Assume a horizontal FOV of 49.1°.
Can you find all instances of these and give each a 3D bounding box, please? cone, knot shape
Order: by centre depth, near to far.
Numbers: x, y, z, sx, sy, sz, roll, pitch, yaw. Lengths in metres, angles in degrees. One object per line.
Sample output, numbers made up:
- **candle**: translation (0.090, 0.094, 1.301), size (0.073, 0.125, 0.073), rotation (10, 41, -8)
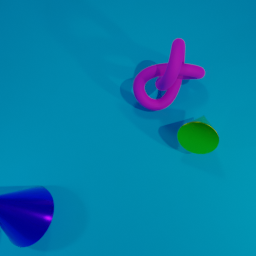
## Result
- **cone**: translation (-2.724, 1.820, 6.354), size (1.462, 1.467, 1.462), rotation (-14, 56, 21)
- **cone**: translation (1.928, -0.036, 7.405), size (1.041, 1.041, 1.045), rotation (22, 43, 8)
- **knot shape**: translation (1.261, -1.444, 7.759), size (1.944, 2.078, 0.960), rotation (-16, 62, -43)
